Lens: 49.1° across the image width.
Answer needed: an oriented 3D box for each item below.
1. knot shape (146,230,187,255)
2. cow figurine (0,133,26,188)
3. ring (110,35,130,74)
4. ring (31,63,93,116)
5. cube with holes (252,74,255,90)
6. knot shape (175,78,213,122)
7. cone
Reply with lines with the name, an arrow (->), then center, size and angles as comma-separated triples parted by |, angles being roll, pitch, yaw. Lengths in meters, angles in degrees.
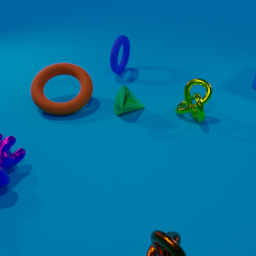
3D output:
knot shape -> 0.563, 1.938, 4.120 | 0.519, 1.051, 1.123 | 5, 41, 0
cow figurine -> -2.899, 0.773, 5.963 | 1.414, 0.776, 1.391 | 9, 46, 39
ring -> -0.266, -2.584, 9.899 | 0.270, 1.350, 1.350 | 17, 40, 16
ring -> -1.947, -1.176, 8.295 | 1.822, 0.364, 1.822 | 1, 62, -2
cube with holes -> 5.085, -1.894, 8.954 | 1.378, 1.378, 1.378 | 30, 46, 33
knot shape -> 1.791, -0.718, 7.868 | 0.560, 1.135, 1.213 | 13, 72, -30
cone -> 0.151, -0.709, 8.195 | 0.865, 0.862, 0.862 | 14, 30, -27
